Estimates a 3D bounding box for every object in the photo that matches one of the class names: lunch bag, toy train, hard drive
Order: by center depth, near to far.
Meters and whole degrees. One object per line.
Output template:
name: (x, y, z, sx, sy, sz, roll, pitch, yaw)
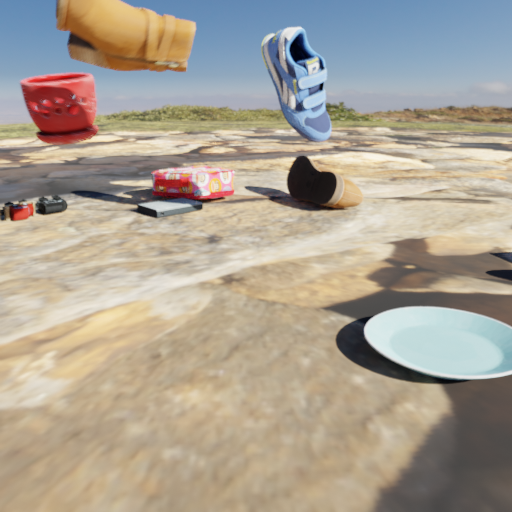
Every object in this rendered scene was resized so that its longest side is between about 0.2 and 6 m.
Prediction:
toy train: (-5.443, -1.011, 12.812, 0.566, 0.421, 2.471, 27, 29, 33)
hard drive: (-2.084, -1.174, 13.606, 1.309, 0.215, 0.914, -14, 21, -39)
lunch bag: (-1.761, -1.949, 14.882, 2.036, 0.834, 1.793, 8, 14, 36)

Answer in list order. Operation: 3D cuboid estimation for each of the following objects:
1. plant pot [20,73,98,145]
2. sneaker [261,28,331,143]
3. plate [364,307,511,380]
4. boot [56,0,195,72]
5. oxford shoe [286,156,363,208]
plant pot: (-3.502, -2.653, 10.137, 1.243, 1.132, 1.243, -3, 23, 1)
sneaker: (0.914, -3.261, 10.723, 0.842, 2.277, 0.936, -37, 17, -34)
plate: (2.151, 1.020, 6.400, 1.826, 0.233, 1.826, 0, 18, 0)
boot: (-1.699, -3.097, 7.530, 1.750, 0.865, 2.255, 6, -13, -9)
oxford shoe: (1.714, -1.828, 14.734, 1.126, 1.127, 3.159, 14, 16, -26)
